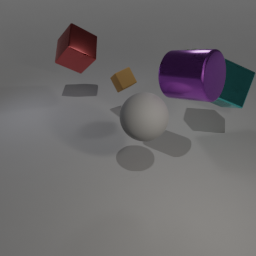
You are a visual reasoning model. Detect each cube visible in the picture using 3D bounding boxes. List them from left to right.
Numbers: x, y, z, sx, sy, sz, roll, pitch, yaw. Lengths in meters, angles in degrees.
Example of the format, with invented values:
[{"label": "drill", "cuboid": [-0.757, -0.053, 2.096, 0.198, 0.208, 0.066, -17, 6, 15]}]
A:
[{"label": "cube", "cuboid": [-2.392, -3.641, 12.975, 1.400, 1.400, 1.400, 18, 59, -34]}, {"label": "cube", "cuboid": [-0.189, -1.961, 11.428, 0.700, 0.700, 0.700, -29, 5, -20]}, {"label": "cube", "cuboid": [3.600, -1.642, 10.604, 1.400, 1.400, 1.400, 20, 2, -13]}]

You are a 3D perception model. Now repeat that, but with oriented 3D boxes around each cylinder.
[{"label": "cylinder", "cuboid": [1.811, -1.487, 7.899, 1.400, 1.400, 1.400, 12, 31, 41]}]

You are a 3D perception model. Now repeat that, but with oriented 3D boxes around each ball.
[{"label": "ball", "cuboid": [0.460, -0.316, 8.003, 1.400, 1.400, 1.400, 0, 31, 0]}]
